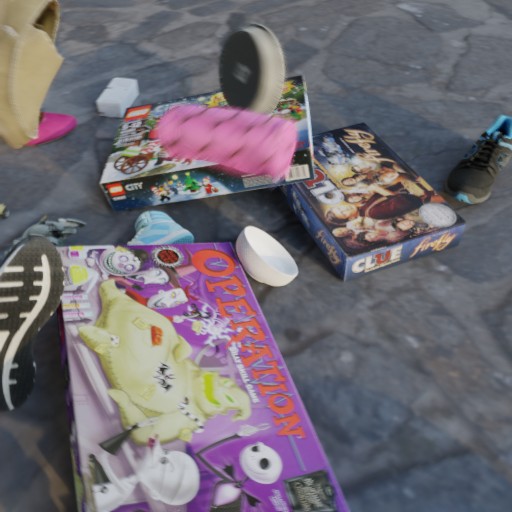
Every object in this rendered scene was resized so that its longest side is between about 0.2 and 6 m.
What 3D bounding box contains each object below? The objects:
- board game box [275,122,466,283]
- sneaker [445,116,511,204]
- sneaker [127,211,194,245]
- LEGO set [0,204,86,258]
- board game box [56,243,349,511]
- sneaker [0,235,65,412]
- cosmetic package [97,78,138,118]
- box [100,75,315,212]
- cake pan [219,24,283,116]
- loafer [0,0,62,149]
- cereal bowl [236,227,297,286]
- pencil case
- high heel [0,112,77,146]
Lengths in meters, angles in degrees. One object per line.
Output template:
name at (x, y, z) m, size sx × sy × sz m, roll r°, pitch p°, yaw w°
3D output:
board game box at (1.983, -1.259, 11.233) m, size 2.507 × 0.640 × 3.701 m, roll -17°, pitch 47°, yaw -16°
sneaker at (4.721, -2.043, 11.753) m, size 0.929 × 1.039 × 2.538 m, roll 24°, pitch 50°, yaw 22°
sneaker at (-2.110, -0.250, 10.242) m, size 1.677 × 0.667 × 1.095 m, roll -22°, pitch 50°, yaw -33°
LEGO set at (-4.213, -0.249, 10.079) m, size 3.016 × 0.855 × 1.958 m, roll 12°, pitch 46°, yaw 12°
board game box at (-1.074, 1.674, 7.794) m, size 3.003 × 0.808 × 5.003 m, roll 1°, pitch 41°, yaw -27°
sneaker at (-3.518, 0.861, 7.951) m, size 0.973 × 2.640 × 1.056 m, roll 11°, pitch 18°, yaw -42°
cosmetic package at (-3.486, -4.000, 14.140) m, size 0.618 × 0.450 × 1.216 m, roll 7°, pitch 44°, yaw 7°
box at (-0.927, -2.412, 11.715) m, size 4.138 × 0.780 × 2.826 m, roll -8°, pitch 45°, yaw 9°
cake pan at (-0.153, -3.473, 10.643) m, size 0.322 × 1.756 × 1.756 m, roll -14°, pitch 45°, yaw -35°
loafer at (-3.499, -2.966, 8.496) m, size 0.923 × 1.041 × 2.738 m, roll -5°, pitch 78°, yaw 1°
cereal bowl at (0.110, 0.081, 9.749) m, size 1.230 × 0.512 × 1.230 m, roll 37°, pitch 20°, yaw -16°
pencil case at (-0.367, -1.445, 7.203) m, size 1.698 × 0.795 × 0.771 m, roll 16°, pitch 71°, yaw 18°
high heel at (-5.574, -3.213, 12.715) m, size 2.760 × 1.327 × 0.930 m, roll -12°, pitch 46°, yaw -12°
